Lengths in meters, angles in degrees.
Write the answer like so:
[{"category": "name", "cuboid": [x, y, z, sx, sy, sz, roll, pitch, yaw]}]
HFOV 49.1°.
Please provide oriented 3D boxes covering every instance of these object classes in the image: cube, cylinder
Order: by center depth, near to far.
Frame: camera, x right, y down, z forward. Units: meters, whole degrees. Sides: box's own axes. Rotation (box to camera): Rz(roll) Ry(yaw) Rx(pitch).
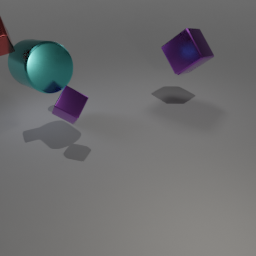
[{"category": "cube", "cuboid": [-3.391, -2.297, 7.071, 0.700, 0.700, 0.700, -21, 74, -12]}, {"category": "cube", "cuboid": [-1.612, -0.625, 7.763, 0.700, 0.700, 0.700, 28, 69, -13]}, {"category": "cylinder", "cuboid": [-2.510, -1.788, 8.021, 1.400, 1.400, 1.400, -24, 30, -33]}, {"category": "cube", "cuboid": [2.565, -3.260, 11.998, 1.400, 1.400, 1.400, -30, -4, 39]}]
